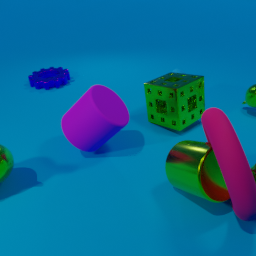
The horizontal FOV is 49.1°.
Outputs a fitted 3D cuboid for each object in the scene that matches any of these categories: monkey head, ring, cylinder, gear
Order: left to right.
[{"bbox_3d":[-2.663,0.592,5.041,1.107,1.539,0.927,39,66,-2],"label":"monkey head"},{"bbox_3d":[-2.758,-1.773,9.858,1.404,0.260,1.404,-3,34,2],"label":"gear"},{"bbox_3d":[-0.701,-0.196,6.024,1.068,1.068,1.068,33,35,-27],"label":"cylinder"},{"bbox_3d":[1.279,0.707,4.835,0.940,0.940,0.940,-16,9,-25],"label":"cylinder"},{"bbox_3d":[1.643,0.559,4.563,0.375,1.873,1.873,-20,28,13],"label":"ring"},{"bbox_3d":[3.628,-0.918,7.532,0.898,1.249,0.753,-39,73,-21],"label":"monkey head"}]

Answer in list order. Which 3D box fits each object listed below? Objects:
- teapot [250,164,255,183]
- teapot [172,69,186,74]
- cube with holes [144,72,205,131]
[{"bbox_3d":[2.485,0.831,4.683,0.697,1.425,0.886,-51,26,3],"label":"teapot"},{"bbox_3d":[1.700,-1.608,9.327,0.545,0.692,1.113,6,8,-1],"label":"teapot"},{"bbox_3d":[1.210,-0.727,7.203,1.073,1.073,1.073,-28,31,-34],"label":"cube with holes"}]
